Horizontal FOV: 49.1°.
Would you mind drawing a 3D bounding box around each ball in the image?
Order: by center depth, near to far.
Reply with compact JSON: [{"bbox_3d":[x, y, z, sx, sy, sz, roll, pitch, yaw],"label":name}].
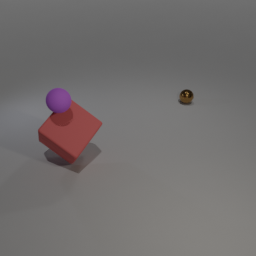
[{"bbox_3d":[-1.936,-0.767,7.817,0.700,0.700,0.700,0,29,0],"label":"ball"},{"bbox_3d":[2.861,-1.541,13.694,0.700,0.700,0.700,0,29,0],"label":"ball"}]

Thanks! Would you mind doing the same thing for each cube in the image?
[{"bbox_3d":[-1.879,0.128,8.999,1.400,1.400,1.400,37,68,-4],"label":"cube"}]
